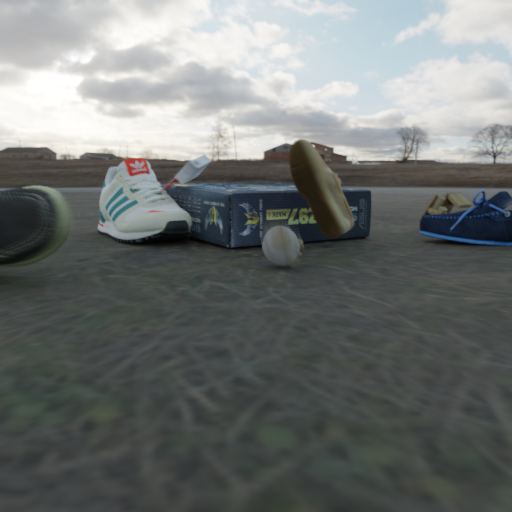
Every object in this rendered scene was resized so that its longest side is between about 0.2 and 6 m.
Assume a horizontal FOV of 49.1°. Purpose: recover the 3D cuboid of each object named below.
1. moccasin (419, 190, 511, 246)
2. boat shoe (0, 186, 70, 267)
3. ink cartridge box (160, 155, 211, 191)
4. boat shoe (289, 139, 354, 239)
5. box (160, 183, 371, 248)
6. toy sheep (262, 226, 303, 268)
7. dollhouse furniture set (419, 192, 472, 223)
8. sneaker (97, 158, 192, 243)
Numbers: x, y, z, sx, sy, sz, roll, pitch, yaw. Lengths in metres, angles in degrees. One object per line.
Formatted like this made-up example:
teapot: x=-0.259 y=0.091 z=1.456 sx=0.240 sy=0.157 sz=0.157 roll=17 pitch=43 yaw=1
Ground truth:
moccasin: x=4.598 y=-0.739 z=10.485 sx=2.968 sy=1.012 sz=1.194 roll=1 pitch=9 yaw=9
boat shoe: x=-3.545 y=-0.253 z=7.007 sx=2.718 sy=0.971 sz=0.893 roll=-8 pitch=5 yaw=27
ink cartridge box: x=-1.370 y=-1.570 z=11.005 sx=0.880 sy=0.223 sz=0.999 roll=-43 pitch=5 yaw=20
boat shoe: x=1.119 y=-1.178 z=9.556 sx=0.569 sy=1.763 sz=0.628 roll=-26 pitch=5 yaw=-38
box: x=-0.147 y=-1.004 z=12.028 sx=3.290 sy=1.064 sz=4.173 roll=-4 pitch=10 yaw=-32
toy sheep: x=0.355 y=-0.121 z=7.856 sx=0.569 sy=0.569 sz=0.826 roll=0 pitch=-32 yaw=-1
dollhouse furniture set: x=4.347 y=-0.665 z=12.672 sx=1.160 sy=0.993 sz=1.219 roll=-5 pitch=45 yaw=-29
sneaker: x=-2.384 y=-1.162 z=11.260 sx=1.215 sy=1.613 sz=3.451 roll=-5 pitch=9 yaw=-31
